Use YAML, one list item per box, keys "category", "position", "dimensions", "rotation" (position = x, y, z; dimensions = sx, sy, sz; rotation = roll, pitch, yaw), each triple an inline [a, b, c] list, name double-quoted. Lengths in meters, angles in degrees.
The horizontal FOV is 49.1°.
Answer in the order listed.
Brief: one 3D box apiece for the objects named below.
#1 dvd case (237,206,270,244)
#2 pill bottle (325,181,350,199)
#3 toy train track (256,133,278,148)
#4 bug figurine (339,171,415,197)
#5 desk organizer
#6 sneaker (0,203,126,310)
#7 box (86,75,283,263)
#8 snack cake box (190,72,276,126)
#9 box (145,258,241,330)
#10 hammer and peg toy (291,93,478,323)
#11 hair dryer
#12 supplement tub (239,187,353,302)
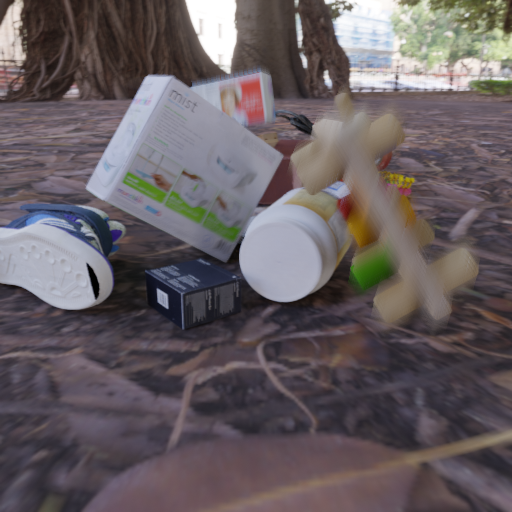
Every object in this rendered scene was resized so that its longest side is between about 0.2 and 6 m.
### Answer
- category: "dvd case"
  position: [-0.060, -0.627, 10.801]
  dimensions: [1.962, 0.172, 1.400]
  rotation: [-6, 28, -26]
- category: "pill bottle"
  position: [1.931, -1.379, 12.741]
  dimensions: [0.580, 0.580, 1.033]
  rotation: [-11, 23, -29]
- category: "toy train track"
  position: [-1.062, -2.393, 14.621]
  dimensions: [2.444, 0.693, 4.261]
  rotation: [-19, 10, -42]
- category: "bug figurine"
  position: [2.838, -1.797, 13.906]
  dimensions: [1.813, 0.602, 2.338]
  rotation: [3, 15, -11]
- category: "desk organizer"
  position: [0.906, -2.191, 14.169]
  dimensions: [1.278, 1.190, 3.319]
  rotation: [3, 19, 15]
- category: "sneaker"
  position: [-2.579, -0.198, 8.487]
  dimensions: [2.870, 1.156, 2.101]
  rotation: [8, 24, 36]
- category: "box"
  position: [-1.086, -1.354, 8.974]
  dimensions: [2.358, 2.081, 1.140]
  rotation: [27, 0, -35]
- category: "snack cake box"
  position: [-0.516, -3.380, 12.447]
  dimensions: [1.746, 1.004, 0.587]
  rotation: [-4, 8, 23]
- category: "box"
  position: [-0.849, 0.481, 7.542]
  dimensions: [0.917, 0.524, 1.008]
  rotation: [-14, 24, -34]
- category: "hammer and peg toy"
  position: [1.224, -0.660, 6.409]
  dimensions: [1.042, 2.174, 2.956]
  rotation: [-31, 13, 9]
- category: "hair dryer"
  position: [2.326, -3.023, 14.266]
  dimensions: [3.422, 0.930, 2.606]
  rotation: [11, 30, -38]
- category: "supplement tub"
  position: [0.613, -0.201, 8.236]
  dimensions: [1.352, 1.352, 1.872]
  rotation: [7, 21, 19]
